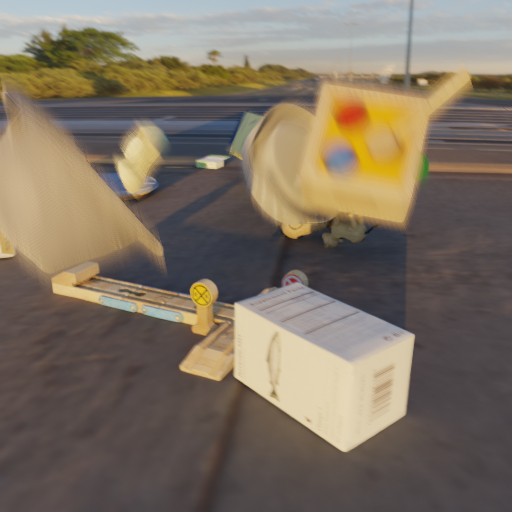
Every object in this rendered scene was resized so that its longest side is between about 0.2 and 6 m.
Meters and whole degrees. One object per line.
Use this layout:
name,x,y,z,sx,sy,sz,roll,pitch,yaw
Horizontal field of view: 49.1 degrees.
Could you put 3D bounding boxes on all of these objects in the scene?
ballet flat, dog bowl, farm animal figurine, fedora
ballet flat,-2.173,-1.709,10.066,0.559,1.608,0.559,22,43,-22
dog bowl,0.587,-1.371,8.826,1.932,1.932,0.566,-20,-2,-43
farm animal figurine,1.221,-0.662,9.895,1.773,0.935,1.793,-8,29,10
fedora,-2.002,-0.529,5.529,1.033,2.023,2.287,-42,47,-6

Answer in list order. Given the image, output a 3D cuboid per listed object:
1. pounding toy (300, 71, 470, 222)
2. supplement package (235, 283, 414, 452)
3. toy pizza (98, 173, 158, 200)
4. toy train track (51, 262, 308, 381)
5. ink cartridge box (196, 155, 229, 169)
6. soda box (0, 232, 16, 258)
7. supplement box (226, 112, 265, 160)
pounding toy,1.744,-1.580,7.807,1.900,1.749,1.351,12,-14,12
supplement package,0.577,0.958,5.279,0.878,0.875,1.496,-16,25,-37
toy pizza,-3.399,-1.586,13.226,2.156,0.342,2.156,1,20,0
toy train track,-0.853,0.449,7.043,4.175,0.679,2.395,9,21,24
ink cartridge box,-1.282,-2.828,16.873,0.679,0.224,0.933,9,22,24
soda box,-5.310,-1.036,10.214,1.229,1.315,3.861,-10,22,-26
supplement box,0.419,-2.558,13.443,1.513,1.016,1.511,24,2,35
